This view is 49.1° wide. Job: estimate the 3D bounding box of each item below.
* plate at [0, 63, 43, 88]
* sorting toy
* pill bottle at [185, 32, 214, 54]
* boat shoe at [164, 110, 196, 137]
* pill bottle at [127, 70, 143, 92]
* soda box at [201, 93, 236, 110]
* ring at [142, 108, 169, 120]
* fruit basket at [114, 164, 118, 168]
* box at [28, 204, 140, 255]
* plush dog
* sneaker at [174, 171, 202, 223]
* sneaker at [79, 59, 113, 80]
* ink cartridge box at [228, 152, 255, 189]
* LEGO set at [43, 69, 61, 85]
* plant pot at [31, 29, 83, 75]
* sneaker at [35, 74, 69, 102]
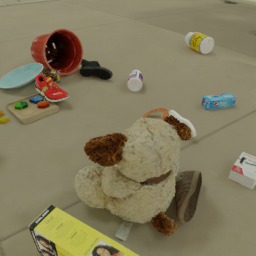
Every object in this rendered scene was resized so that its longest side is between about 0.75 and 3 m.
[{"bbox_3d":[-4.983,-2.392,13.156,2.225,0.284,2.225,-12,38,9],"label":"plate"},{"bbox_3d":[-4.119,-0.743,11.080,2.284,0.306,1.702,-26,42,-33],"label":"sorting toy"},{"bbox_3d":[4.273,-5.222,16.963,0.991,0.991,1.758,-16,38,-21],"label":"pill bottle"},{"bbox_3d":[1.764,-0.119,9.992,0.569,0.598,1.660,-27,43,-12],"label":"boat shoe"},{"bbox_3d":[0.346,-2.227,12.914,0.664,0.664,1.191,3,34,4],"label":"pill bottle"},{"bbox_3d":[3.719,-1.096,11.500,1.301,0.418,0.441,-7,35,-11],"label":"soda box"},{"bbox_3d":[1.007,-0.409,10.516,1.097,0.105,1.097,-20,28,11],"label":"ring"},{"bbox_3d":[-0.352,0.964,8.047,0.456,0.973,0.901,6,32,-16],"label":"fruit basket"},{"bbox_3d":[-0.643,2.640,5.555,2.851,1.073,0.714,20,41,25],"label":"box"},{"bbox_3d":[0.365,0.951,6.634,2.984,2.563,2.394,-18,38,-24],"label":"plush dog"},{"bbox_3d":[1.457,1.774,7.352,0.665,0.620,1.760,-3,26,30],"label":"sneaker"},{"bbox_3d":[-1.595,-2.993,14.048,2.108,0.633,1.099,9,40,19],"label":"sneaker"},{"bbox_3d":[3.480,1.214,8.160,0.708,0.411,0.981,24,41,30],"label":"ink cartridge box"},{"bbox_3d":[-3.773,-2.420,13.159,1.217,0.705,0.936,28,43,34],"label":"LEGO set"},{"bbox_3d":[-3.752,-3.870,14.173,2.144,2.144,2.085,-28,31,-35],"label":"plant pot"},{"bbox_3d":[-3.245,-1.690,11.617,1.980,0.841,0.763,27,42,30],"label":"sneaker"}]
